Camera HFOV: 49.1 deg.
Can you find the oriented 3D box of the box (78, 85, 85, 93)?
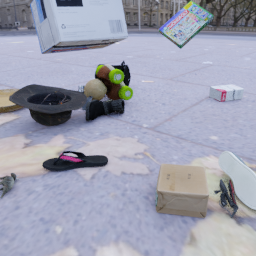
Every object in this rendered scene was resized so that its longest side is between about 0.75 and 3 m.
[{"bbox_3d":[-1.865,-1.899,14.276,1.321,0.325,1.367,-2,23,-9],"label":"box"}]

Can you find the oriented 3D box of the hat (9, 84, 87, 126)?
[{"bbox_3d":[-2.979,-0.741,10.625,2.778,1.120,2.778,6,28,-3],"label":"hat"}]

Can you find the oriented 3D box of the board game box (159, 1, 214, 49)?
[{"bbox_3d":[2.015,-3.600,9.735,1.581,0.230,1.064,-43,68,-4],"label":"board game box"}]

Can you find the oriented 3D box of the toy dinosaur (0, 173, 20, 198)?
[{"bbox_3d":[-2.918,1.327,6.734,0.450,0.339,0.880,-10,22,-7],"label":"toy dinosaur"}]

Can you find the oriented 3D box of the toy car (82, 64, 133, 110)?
[{"bbox_3d":[-1.274,-1.599,12.684,2.264,1.786,1.860,-39,32,-12],"label":"toy car"}]

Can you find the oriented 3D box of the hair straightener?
[{"bbox_3d":[2.188,1.573,6.362,0.469,0.250,1.220,3,28,9],"label":"hair straightener"}]

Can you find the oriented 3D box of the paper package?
[{"bbox_3d":[1.204,1.360,6.302,1.123,0.610,1.178,4,24,8],"label":"paper package"}]

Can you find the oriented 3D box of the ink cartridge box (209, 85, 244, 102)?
[{"bbox_3d":[4.743,-1.696,13.503,1.286,0.536,0.934,-8,24,-17],"label":"ink cartridge box"}]

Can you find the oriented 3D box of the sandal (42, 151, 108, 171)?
[{"bbox_3d":[-1.450,0.838,7.770,1.794,0.404,0.674,-4,24,-10],"label":"sandal"}]

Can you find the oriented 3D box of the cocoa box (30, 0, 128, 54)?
[{"bbox_3d":[-1.242,-2.749,7.193,1.991,1.328,1.307,-17,10,-35],"label":"cocoa box"}]

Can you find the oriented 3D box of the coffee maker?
[{"bbox_3d":[-0.846,-2.962,15.075,1.721,1.653,1.159,5,40,16],"label":"coffee maker"}]

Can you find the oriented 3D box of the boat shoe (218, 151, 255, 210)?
[{"bbox_3d":[2.797,1.210,6.622,0.556,0.656,1.801,21,24,-23],"label":"boat shoe"}]

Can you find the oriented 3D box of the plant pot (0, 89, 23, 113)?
[{"bbox_3d":[-5.649,-1.215,12.594,2.849,0.391,2.849,-1,24,0],"label":"plant pot"}]

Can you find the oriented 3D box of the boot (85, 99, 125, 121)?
[{"bbox_3d":[-0.879,-0.754,11.129,1.342,0.676,1.796,5,23,10],"label":"boot"}]
